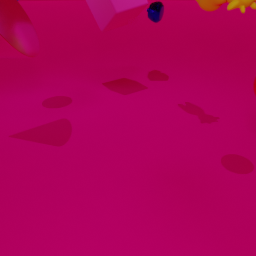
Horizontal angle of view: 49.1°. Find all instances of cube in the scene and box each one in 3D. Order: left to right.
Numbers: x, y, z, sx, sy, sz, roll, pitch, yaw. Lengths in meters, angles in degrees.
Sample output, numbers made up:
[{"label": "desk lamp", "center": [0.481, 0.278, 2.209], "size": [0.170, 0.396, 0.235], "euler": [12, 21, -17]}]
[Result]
[{"label": "cube", "center": [-0.375, -3.920, 8.630], "size": [1.236, 1.236, 1.236], "euler": [-29, 4, -27]}]

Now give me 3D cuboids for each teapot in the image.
[{"label": "teapot", "center": [1.045, -4.520, 10.896], "size": [0.620, 0.787, 1.266], "euler": [19, 18, 16]}]

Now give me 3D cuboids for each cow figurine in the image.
[{"label": "cow figurine", "center": [2.034, -2.851, 5.941], "size": [0.785, 1.408, 1.431], "euler": [-23, -7, -15]}]

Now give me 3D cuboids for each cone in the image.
[{"label": "cone", "center": [-2.809, -1.695, 5.298], "size": [1.565, 1.559, 1.559], "euler": [-24, 24, 13]}]

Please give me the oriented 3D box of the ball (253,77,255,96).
[{"label": "ball", "center": [2.392, -0.682, 4.454], "size": [0.734, 0.734, 0.734], "euler": [0, 27, 0]}]
